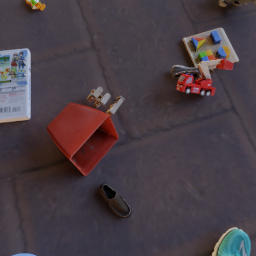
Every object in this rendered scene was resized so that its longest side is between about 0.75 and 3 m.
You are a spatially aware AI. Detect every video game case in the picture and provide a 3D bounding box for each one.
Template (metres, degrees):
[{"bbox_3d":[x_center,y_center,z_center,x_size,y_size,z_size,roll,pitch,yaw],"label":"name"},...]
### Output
[{"bbox_3d":[-4.665,-1.342,9.236,2.838,0.312,2.587,-7,70,-2],"label":"video game case"}]

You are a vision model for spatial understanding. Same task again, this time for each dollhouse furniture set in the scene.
[{"bbox_3d":[-0.699,-0.943,8.836,0.948,0.831,0.630,39,74,-14],"label":"dollhouse furniture set"}]

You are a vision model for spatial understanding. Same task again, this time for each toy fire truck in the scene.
[{"bbox_3d":[2.424,-1.652,8.875,1.719,0.419,1.213,4,105,-23],"label":"toy fire truck"}]

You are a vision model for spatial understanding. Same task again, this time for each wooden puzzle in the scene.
[{"bbox_3d":[2.894,-2.784,9.736,1.592,0.369,1.475,-16,70,-6],"label":"wooden puzzle"}]

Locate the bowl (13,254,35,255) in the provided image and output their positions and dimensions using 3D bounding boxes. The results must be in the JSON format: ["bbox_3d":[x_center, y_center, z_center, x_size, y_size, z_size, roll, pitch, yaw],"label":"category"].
[{"bbox_3d":[-2.823,4.200,7.149,1.806,0.355,1.806,0,70,0],"label":"bowl"}]

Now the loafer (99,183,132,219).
[{"bbox_3d":[-0.381,2.051,7.899,1.227,0.438,0.448,42,75,14],"label":"loafer"}]

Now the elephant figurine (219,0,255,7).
[{"bbox_3d":[4.104,-4.859,10.246,1.371,0.970,1.064,11,84,11],"label":"elephant figurine"}]

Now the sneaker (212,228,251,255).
[{"bbox_3d":[2.537,3.699,7.018,0.924,0.950,2.385,26,71,9],"label":"sneaker"}]

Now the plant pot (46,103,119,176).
[{"bbox_3d":[-1.379,0.189,8.097,1.371,1.554,1.555,35,73,22],"label":"plant pot"}]

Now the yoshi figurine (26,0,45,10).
[{"bbox_3d":[-3.487,-4.815,10.473,0.866,0.486,0.485,40,59,16],"label":"yoshi figurine"}]

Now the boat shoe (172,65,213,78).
[{"bbox_3d":[2.127,-1.797,9.338,1.352,0.452,0.385,7,71,9],"label":"boat shoe"}]
